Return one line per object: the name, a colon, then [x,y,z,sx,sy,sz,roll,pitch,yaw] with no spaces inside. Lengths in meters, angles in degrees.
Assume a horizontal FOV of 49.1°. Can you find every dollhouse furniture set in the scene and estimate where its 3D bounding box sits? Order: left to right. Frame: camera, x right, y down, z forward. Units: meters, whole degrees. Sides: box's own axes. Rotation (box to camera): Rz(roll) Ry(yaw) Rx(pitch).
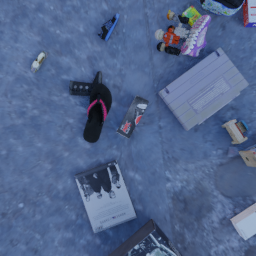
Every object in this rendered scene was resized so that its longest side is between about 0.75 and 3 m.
dollhouse furniture set: [4.208,0.288,9.256,1.177,1.171,1.670,-32,86,-2]

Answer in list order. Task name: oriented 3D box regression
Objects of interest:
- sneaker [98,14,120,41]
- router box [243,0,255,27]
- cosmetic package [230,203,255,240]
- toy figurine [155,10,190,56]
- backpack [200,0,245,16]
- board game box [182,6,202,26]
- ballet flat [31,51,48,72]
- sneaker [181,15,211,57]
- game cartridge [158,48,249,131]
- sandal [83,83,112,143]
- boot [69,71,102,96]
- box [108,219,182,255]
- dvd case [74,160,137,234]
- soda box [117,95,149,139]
sneaker: [-0.679,-3.641,9.944,0.416,0.374,1.067,28,88,-6]
router box: [5.044,-4.449,9.966,1.781,0.435,1.599,0,86,0]
cosmetic package: [4.153,3.094,9.379,1.194,0.484,0.674,-34,93,-4]
toy figurine: [1.493,-3.199,9.518,0.852,1.224,1.205,23,83,18]
backpack: [3.326,-4.550,9.694,1.353,0.994,1.238,31,85,5]
board game box: [2.399,-3.894,10.044,0.446,0.209,0.877,-40,87,-3]
ballet flat: [-3.172,-2.367,9.893,0.311,0.311,0.866,35,87,2]
sneaker: [2.479,-3.151,9.771,0.673,0.612,1.522,25,99,-24]
game cartridge: [2.628,-1.322,9.750,2.683,0.515,1.739,-36,91,-3]
sandal: [-1.048,-0.479,9.518,0.780,0.468,2.076,13,94,1]
boot: [-1.487,-1.569,9.827,1.117,0.367,0.921,2,84,5]
box: [0.658,4.619,8.831,2.328,1.443,2.288,-40,85,-3]
dvd case: [-0.767,2.327,9.570,1.562,0.257,2.079,-20,86,-2]
soda box: [0.162,-0.373,9.660,0.522,0.467,1.475,28,87,2]
